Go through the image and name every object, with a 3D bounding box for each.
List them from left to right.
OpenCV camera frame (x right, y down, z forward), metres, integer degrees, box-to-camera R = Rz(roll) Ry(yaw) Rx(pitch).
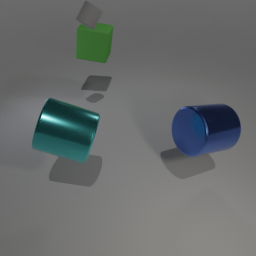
[{"bbox_3d":[-1.601,0.076,7.345,1.400,1.400,1.400,18,32,-10],"label":"cylinder"},{"bbox_3d":[-1.352,-3.937,9.805,0.700,0.700,0.700,30,9,-5],"label":"cylinder"},{"bbox_3d":[-1.530,-3.993,12.951,1.400,1.400,1.400,10,34,1],"label":"cube"},{"bbox_3d":[2.218,0.033,8.031,1.400,1.400,1.400,-7,32,-31],"label":"cylinder"}]
